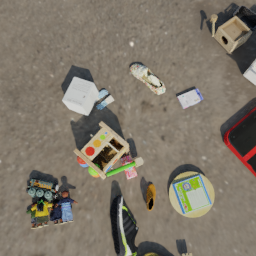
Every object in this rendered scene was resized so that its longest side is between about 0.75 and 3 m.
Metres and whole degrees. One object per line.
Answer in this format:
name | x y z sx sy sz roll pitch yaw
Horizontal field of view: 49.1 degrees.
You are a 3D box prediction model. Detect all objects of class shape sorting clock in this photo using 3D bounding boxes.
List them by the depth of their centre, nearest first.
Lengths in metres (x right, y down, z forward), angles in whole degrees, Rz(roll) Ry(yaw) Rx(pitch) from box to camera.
shape sorting clock | 2.298 2.397 10.143 1.614 0.317 1.614 0 78 1

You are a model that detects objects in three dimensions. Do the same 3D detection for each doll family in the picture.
doll family | -2.680 2.847 9.847 1.876 0.736 1.084 -7 69 -7

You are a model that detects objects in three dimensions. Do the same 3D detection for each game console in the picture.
game console | 5.190 0.442 10.767 2.495 0.387 2.206 -38 82 -10

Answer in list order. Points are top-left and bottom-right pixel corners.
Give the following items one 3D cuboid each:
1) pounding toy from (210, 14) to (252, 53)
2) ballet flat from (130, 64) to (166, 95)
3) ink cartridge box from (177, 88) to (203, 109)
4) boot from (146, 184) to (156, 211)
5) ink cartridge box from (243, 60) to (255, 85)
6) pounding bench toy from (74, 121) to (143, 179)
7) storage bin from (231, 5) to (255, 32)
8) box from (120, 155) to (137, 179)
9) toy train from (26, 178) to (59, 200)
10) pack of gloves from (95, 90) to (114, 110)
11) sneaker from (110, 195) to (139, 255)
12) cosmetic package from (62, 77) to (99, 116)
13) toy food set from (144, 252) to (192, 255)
pounding toy | 4.051 -4.044 11.893 1.446 0.753 1.646 -36 76 -10
ballet flat | 0.832 -2.096 11.390 1.822 0.582 0.689 40 79 12
ink cartridge box | 2.519 -1.188 11.317 0.916 0.192 0.547 -24 75 -4
boot | 0.839 2.442 9.932 0.345 0.702 0.980 8 73 1
ink cartridge box | 6.087 -2.572 10.920 1.783 1.737 2.774 43 78 12
pounding bench toy | -0.683 1.144 10.026 2.065 1.283 1.610 39 77 11
storage bin | 5.124 -4.691 12.224 1.102 0.516 0.745 42 77 11
box | 0.026 1.462 10.404 0.403 0.372 0.786 -19 74 -6
toy train | -3.091 2.209 10.148 1.146 0.488 0.653 10 64 3
pack of gloves | -1.033 -1.132 11.352 0.786 0.155 0.660 -35 75 1
sneaker | -0.080 3.396 9.769 0.860 0.745 2.077 3 72 -25
cosmetic package | -1.815 -1.219 10.905 0.905 0.899 1.081 19 74 13
toy food set | 0.980 5.020 9.331 2.433 0.488 1.680 -4 80 -7
